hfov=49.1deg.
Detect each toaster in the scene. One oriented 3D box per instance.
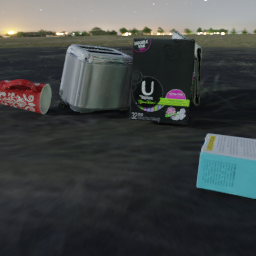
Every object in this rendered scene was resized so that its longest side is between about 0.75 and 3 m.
[{"bbox_3d":[-1.024,-1.611,9.127,2.855,1.844,1.622,-6,29,-37],"label":"toaster"}]

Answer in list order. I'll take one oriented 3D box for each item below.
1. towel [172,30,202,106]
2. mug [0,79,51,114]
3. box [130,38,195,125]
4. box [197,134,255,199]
[{"bbox_3d":[2.135,-2.305,10.618,0.410,2.284,2.372,-11,33,-7],"label":"towel"},{"bbox_3d":[-3.415,-1.199,9.155,1.499,1.330,1.000,9,39,4],"label":"mug"},{"bbox_3d":[1.046,-1.407,8.286,1.711,2.304,1.432,6,12,12],"label":"box"},{"bbox_3d":[2.683,0.745,4.766,2.801,0.688,1.153,8,18,20],"label":"box"}]
